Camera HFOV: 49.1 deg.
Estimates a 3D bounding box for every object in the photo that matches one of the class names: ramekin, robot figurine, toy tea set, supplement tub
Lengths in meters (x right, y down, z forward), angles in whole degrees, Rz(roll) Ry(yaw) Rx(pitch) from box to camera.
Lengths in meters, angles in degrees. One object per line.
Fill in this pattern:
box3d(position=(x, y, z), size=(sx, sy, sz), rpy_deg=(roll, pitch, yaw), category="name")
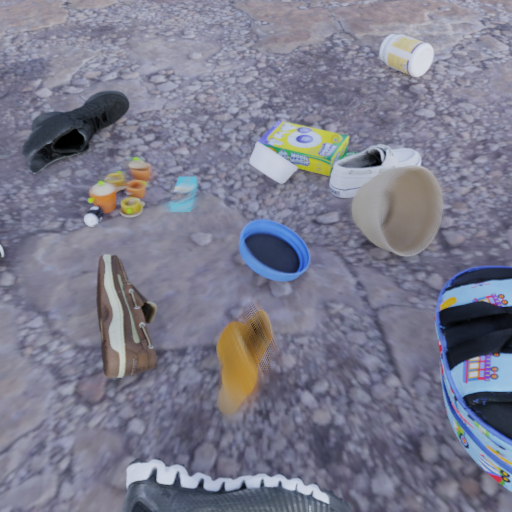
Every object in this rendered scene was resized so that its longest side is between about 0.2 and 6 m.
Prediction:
box3d(position=(0.354, -2.090, 12.757), size=(1.117, 0.520, 1.117), rpy_deg=(32, 9, -6), category="ramekin")
box3d(position=(-3.407, -0.831, 11.792), size=(0.312, 0.376, 0.500), rpy_deg=(21, 42, -1), category="robot figurine")
box3d(position=(-2.967, -1.636, 12.422), size=(1.131, 0.704, 1.902), rpy_deg=(1, 40, 2), category="toy tea set")
box3d(position=(4.738, -6.372, 17.733), size=(1.044, 1.044, 1.436), rpy_deg=(-26, 47, -27), category="supplement tub")

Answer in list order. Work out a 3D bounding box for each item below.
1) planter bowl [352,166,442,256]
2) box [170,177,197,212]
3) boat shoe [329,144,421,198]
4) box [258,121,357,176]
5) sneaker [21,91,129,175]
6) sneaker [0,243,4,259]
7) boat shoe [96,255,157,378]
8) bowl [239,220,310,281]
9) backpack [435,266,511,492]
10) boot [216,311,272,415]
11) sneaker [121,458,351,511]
box3d(position=(2.628, -0.918, 11.023), size=(1.721, 1.721, 1.159), rpy_deg=(-26, 22, -28), category="planter bowl")
box3d(position=(-1.602, -1.378, 12.455), size=(0.423, 0.253, 1.028), rpy_deg=(2, 41, 4), category="box")
box3d(position=(2.789, -2.135, 12.894), size=(2.586, 0.850, 0.930), rpy_deg=(-18, 44, -20), category="boat shoe")
box3d(position=(1.281, -2.630, 13.743), size=(2.232, 0.540, 1.309), rpy_deg=(18, 44, 18), category="box")
box3d(position=(-4.434, -3.164, 14.119), size=(3.102, 0.932, 1.618), rpy_deg=(-25, 46, -20), category="sneaker")
box3d(position=(-6.092, -0.241, 10.766), size=(2.705, 1.021, 1.556), rpy_deg=(19, 34, 10), category="sneaker")
box3d(position=(-2.138, 0.959, 9.359), size=(0.926, 0.924, 2.503), rpy_deg=(0, 45, -20), category="boat shoe")
box3d(position=(0.327, -0.097, 10.597), size=(1.413, 0.277, 1.413), rpy_deg=(17, 42, -15), category="bowl")
box3d(position=(4.063, 1.764, 6.966), size=(3.813, 2.565, 3.481), rpy_deg=(5, 41, 4), category="backpack")
box3d(position=(-0.123, 1.259, 8.249), size=(0.664, 1.351, 1.888), rpy_deg=(19, 33, -8), category="boot")
box3d(position=(-0.317, 3.247, 6.552), size=(2.879, 0.957, 1.303), rpy_deg=(4, 43, 10), category="sneaker")
